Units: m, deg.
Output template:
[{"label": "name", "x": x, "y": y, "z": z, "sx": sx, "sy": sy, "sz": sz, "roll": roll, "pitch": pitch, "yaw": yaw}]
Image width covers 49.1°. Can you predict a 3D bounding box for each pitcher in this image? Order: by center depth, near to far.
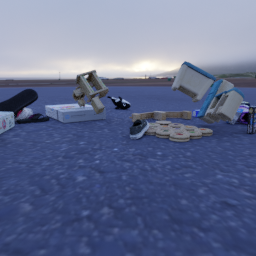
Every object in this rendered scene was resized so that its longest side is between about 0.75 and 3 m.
[{"label": "pitcher", "x": -5.059, "y": -0.667, "z": 12.697, "sx": 1.033, "sy": 0.730, "sz": 1.204, "roll": -4, "pitch": 1, "yaw": 7}]

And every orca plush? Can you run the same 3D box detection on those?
[{"label": "orca plush", "x": -0.644, "y": -1.444, "z": 16.761, "sx": 1.760, "sy": 0.926, "sz": 0.626, "roll": 33, "pitch": 67, "yaw": 28}]

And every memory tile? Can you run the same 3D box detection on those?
[{"label": "memory tile", "x": 1.536, "y": 0.063, "z": 10.011, "sx": 1.951, "sy": 0.214, "sz": 2.546, "roll": -8, "pitch": 13, "yaw": -38}]

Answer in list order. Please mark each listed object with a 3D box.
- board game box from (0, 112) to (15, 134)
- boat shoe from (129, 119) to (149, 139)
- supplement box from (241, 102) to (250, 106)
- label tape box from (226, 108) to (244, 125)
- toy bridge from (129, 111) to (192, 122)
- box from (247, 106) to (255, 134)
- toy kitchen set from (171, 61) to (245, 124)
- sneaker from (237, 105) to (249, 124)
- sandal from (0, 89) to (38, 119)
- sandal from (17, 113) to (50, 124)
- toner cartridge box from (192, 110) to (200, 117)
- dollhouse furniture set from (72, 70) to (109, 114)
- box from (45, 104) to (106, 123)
[{"label": "board game box", "x": -5.114, "y": -0.170, "z": 10.056, "sx": 1.407, "sy": 0.613, "sz": 1.907, "roll": 0, "pitch": 11, "yaw": -3}, {"label": "boat shoe", "x": 0.379, "y": -0.068, "z": 9.513, "sx": 0.503, "sy": 0.415, "sz": 1.467, "roll": -8, "pitch": 17, "yaw": 17}, {"label": "supplement box", "x": 6.050, "y": -1.118, "z": 15.240, "sx": 0.849, "sy": 0.570, "sz": 0.848, "roll": 1, "pitch": 11, "yaw": 4}, {"label": "label tape box", "x": 4.441, "y": -0.552, "z": 11.789, "sx": 0.242, "sy": 0.766, "sz": 0.552, "roll": 32, "pitch": 3, "yaw": -15}, {"label": "toy bridge", "x": 1.417, "y": -0.559, "z": 12.806, "sx": 2.873, "sy": 0.391, "sz": 0.966, "roll": -4, "pitch": 9, "yaw": -19}, {"label": "box", "x": 4.588, "y": -0.320, "z": 9.996, "sx": 0.973, "sy": 0.966, "sz": 0.242, "roll": -11, "pitch": 14, "yaw": -41}, {"label": "toy kitchen set", "x": 2.731, "y": -1.472, "z": 10.063, "sx": 2.318, "sy": 1.704, "sz": 2.893, "roll": 29, "pitch": -1, "yaw": 0}, {"label": "sneaker", "x": 4.936, "y": -0.524, "z": 11.904, "sx": 0.816, "sy": 0.742, "sz": 1.845, "roll": -12, "pitch": 15, "yaw": -20}, {"label": "sandal", "x": -5.019, "y": -0.758, "z": 11.975, "sx": 1.032, "sy": 0.619, "sz": 2.749, "roll": 38, "pitch": 52, "yaw": 16}, {"label": "sandal", "x": -4.114, "y": -0.439, "z": 12.266, "sx": 1.463, "sy": 0.350, "sz": 0.550, "roll": -10, "pitch": 14, "yaw": -41}, {"label": "toner cartridge box", "x": 4.035, "y": -0.736, "z": 13.880, "sx": 1.523, "sy": 0.329, "sz": 0.723, "roll": -4, "pitch": 11, "yaw": -20}, {"label": "dollhouse furniture set", "x": -1.477, "y": -1.283, "z": 12.284, "sx": 1.021, "sy": 1.836, "sz": 1.624, "roll": -24, "pitch": -18, "yaw": -30}, {"label": "box", "x": -2.578, "y": -0.763, "z": 13.477, "sx": 2.080, "sy": 0.549, "sz": 2.668, "roll": -7, "pitch": 12, "yaw": -31}]
